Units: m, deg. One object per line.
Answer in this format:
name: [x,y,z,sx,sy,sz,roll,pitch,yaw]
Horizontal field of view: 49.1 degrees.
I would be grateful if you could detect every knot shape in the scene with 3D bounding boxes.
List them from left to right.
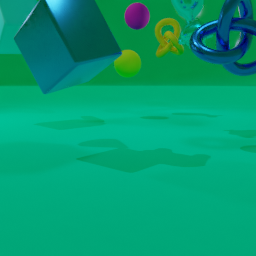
knot shape: [1.532,-3.132,10.175,0.660,1.429,1.337,-15,44,-29]
knot shape: [1.946,-1.755,5.069,1.522,1.424,0.703,11,2,-8]

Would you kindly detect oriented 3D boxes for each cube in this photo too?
cube: [-3.161,-3.071,8.081,1.331,1.331,1.331,-11,-16,-38]
cube: [-0.939,-1.296,4.423,1.031,1.031,1.031,-27,2,43]

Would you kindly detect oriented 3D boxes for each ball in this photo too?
ball: [-0.011,-2.187,9.536,0.916,0.916,0.916,0,9,0]
ball: [0.344,-4.222,10.598,0.953,0.953,0.953,0,9,0]

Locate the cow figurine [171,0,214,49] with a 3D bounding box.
cow figurine: [1.493,-2.831,6.677,0.888,1.618,1.592,-9,-34,20]
